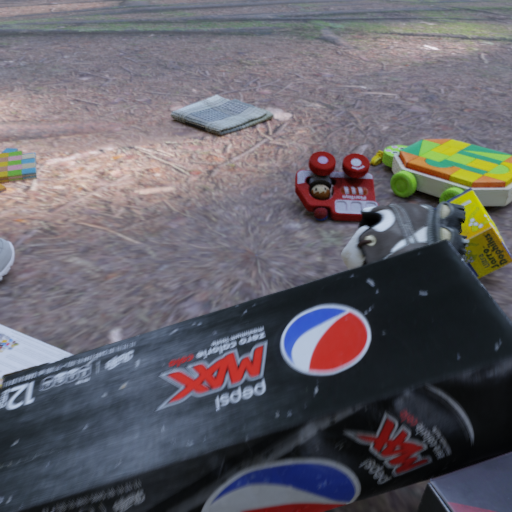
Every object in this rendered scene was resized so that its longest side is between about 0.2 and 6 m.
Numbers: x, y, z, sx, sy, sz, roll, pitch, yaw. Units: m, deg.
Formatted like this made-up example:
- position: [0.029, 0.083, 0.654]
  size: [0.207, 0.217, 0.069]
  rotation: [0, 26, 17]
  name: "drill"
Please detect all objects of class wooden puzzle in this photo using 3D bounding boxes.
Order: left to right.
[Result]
- position: [-5.082, -1.760, 11.199]
  size: [1.301, 0.154, 2.193]
  rotation: [-11, 34, -17]
  name: "wooden puzzle"

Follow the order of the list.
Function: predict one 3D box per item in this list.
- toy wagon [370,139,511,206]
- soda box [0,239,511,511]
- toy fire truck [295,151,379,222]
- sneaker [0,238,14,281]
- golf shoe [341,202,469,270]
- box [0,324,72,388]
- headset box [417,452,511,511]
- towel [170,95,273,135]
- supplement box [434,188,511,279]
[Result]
- position: [3.508, -1.673, 10.658]
  size: [2.949, 0.583, 2.288]
  rotation: [28, 41, 36]
  name: "toy wagon"
- position: [-0.023, 1.247, 4.424]
  size: [3.902, 1.236, 1.381]
  rotation: [-18, 38, 2]
  name: "soda box"
- position: [1.388, -1.104, 9.686]
  size: [1.420, 0.796, 1.192]
  rotation: [3, 54, -1]
  name: "toy fire truck"
- position: [-4.338, 0.184, 7.385]
  size: [2.256, 0.925, 0.843]
  rotation: [-27, 41, -35]
  name: "sneaker"
- position: [1.648, 0.438, 6.495]
  size: [1.460, 1.201, 3.090]
  rotation: [11, 38, 9]
  name: "golf shoe"
- position: [-2.991, 1.343, 6.018]
  size: [2.424, 0.421, 1.334]
  rotation: [16, 36, 24]
  name: "box"
- position: [2.943, 2.434, 3.337]
  size: [3.778, 1.417, 2.808]
  rotation: [-11, 34, -17]
  name: "headset box"
- position: [-0.824, -3.528, 13.849]
  size: [1.838, 0.330, 1.909]
  rotation: [27, 40, 36]
  name: "towel"
- position: [3.128, -0.321, 8.185]
  size: [0.684, 0.680, 1.250]
  rotation: [-32, 24, 24]
  name: "supplement box"
